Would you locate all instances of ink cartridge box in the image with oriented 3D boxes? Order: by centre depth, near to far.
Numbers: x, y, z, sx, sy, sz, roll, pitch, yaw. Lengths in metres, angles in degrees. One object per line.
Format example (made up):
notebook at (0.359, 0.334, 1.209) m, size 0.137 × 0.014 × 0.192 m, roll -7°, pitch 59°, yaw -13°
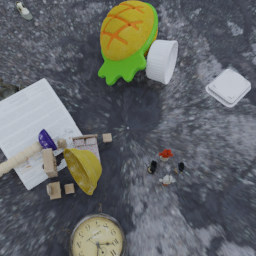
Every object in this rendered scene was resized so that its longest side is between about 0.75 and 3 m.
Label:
ink cartridge box at (-2.445, 0.135, 7.583) m, size 1.950 × 0.576 × 2.436 m, roll -33°, pitch 84°, yaw -17°

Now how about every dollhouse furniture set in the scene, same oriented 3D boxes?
dollhouse furniture set at (-1.126, 0.839, 6.823) m, size 1.712 × 0.836 × 1.460 m, roll -8°, pitch 72°, yaw -10°

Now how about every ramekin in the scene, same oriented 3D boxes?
ramekin at (0.986, -1.958, 8.193) m, size 0.613 × 1.258 × 1.258 m, roll 16°, pitch 63°, yaw 16°

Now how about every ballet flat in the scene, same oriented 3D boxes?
ballet flat at (-3.700, -4.154, 9.882) m, size 0.307 × 0.290 × 0.910 m, roll -35°, pitch 67°, yaw -17°

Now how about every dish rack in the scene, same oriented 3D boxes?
dish rack at (3.028, -1.260, 8.361) m, size 1.174 × 0.256 × 1.007 m, roll -40°, pitch 68°, yaw -20°

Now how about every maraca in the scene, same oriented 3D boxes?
maraca at (-0.039, -2.567, 8.341) m, size 1.950 × 1.522 × 2.845 m, roll -6°, pitch 64°, yaw 36°

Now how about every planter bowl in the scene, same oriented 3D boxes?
planter bowl at (-0.961, 0.896, 6.497) m, size 0.509 × 1.221 × 1.221 m, roll -28°, pitch 65°, yaw -28°

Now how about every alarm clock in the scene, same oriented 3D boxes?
alarm clock at (-0.550, 2.679, 6.045) m, size 1.234 × 0.609 × 1.829 m, roll -29°, pitch 64°, yaw -15°

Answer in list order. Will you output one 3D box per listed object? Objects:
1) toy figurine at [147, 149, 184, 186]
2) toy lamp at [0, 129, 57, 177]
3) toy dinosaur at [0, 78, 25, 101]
toy figurine at (0.952, 1.005, 7.013) m, size 0.764 × 0.540 × 0.776 m, roll 42°, pitch 68°, yaw 14°
toy lamp at (-2.933, 0.942, 6.834) m, size 2.440 × 0.710 × 0.710 m, roll -31°, pitch 66°, yaw -8°
toy dinosaur at (-3.551, -0.912, 7.976) m, size 1.581 × 0.609 × 0.809 m, roll -38°, pitch 55°, yaw -23°
